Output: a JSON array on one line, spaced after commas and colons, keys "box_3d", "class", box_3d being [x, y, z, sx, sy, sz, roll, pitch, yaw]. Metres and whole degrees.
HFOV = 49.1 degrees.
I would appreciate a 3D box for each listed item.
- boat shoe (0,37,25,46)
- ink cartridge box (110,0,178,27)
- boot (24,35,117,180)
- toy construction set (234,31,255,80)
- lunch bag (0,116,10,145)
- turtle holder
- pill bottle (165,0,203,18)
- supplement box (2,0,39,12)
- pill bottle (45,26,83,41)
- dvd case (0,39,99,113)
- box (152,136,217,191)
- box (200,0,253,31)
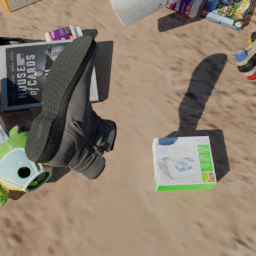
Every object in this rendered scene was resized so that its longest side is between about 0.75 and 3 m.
[{"box_3d": [-4.332, -2.710, 9.200, 2.109, 0.699, 0.788, 7, 64, 3], "class": "boat shoe"}, {"box_3d": [0.530, -3.796, 6.748, 2.395, 2.991, 0.707, -22, 84, 12], "class": "ink cartridge box"}, {"box_3d": [-0.736, -0.296, 4.862, 0.779, 1.469, 2.232, 21, 88, 44], "class": "boot"}, {"box_3d": [4.921, -2.496, 8.573, 2.821, 2.352, 2.167, 35, 55, -6], "class": "toy construction set"}, {"box_3d": [-4.324, 0.111, 7.445, 1.924, 1.442, 2.269, -32, 58, -16], "class": "lunch bag"}, {"box_3d": [-2.756, 0.986, 6.988, 1.842, 1.399, 1.308, -36, 69, -26], "class": "turtle holder"}, {"box_3d": [1.836, -4.629, 10.041, 1.553, 0.873, 0.873, 26, 67, 12], "class": "pill bottle"}, {"box_3d": [-3.864, -5.312, 10.453, 1.988, 0.731, 1.253, -29, 67, -13], "class": "supplement box"}, {"box_3d": [-2.120, -3.016, 9.378, 1.162, 0.653, 0.653, -20, 66, -9], "class": "pill bottle"}, {"box_3d": [-2.439, -1.656, 8.651, 2.880, 0.356, 2.164, -7, 76, -5], "class": "dvd case"}, {"box_3d": [1.437, 0.948, 7.421, 1.476, 0.714, 1.303, -1, 66, 0], "class": "box"}, {"box_3d": [3.779, -4.695, 10.330, 1.512, 0.417, 2.214, 24, 66, 11], "class": "box"}]
